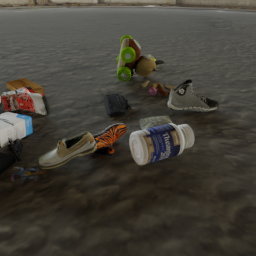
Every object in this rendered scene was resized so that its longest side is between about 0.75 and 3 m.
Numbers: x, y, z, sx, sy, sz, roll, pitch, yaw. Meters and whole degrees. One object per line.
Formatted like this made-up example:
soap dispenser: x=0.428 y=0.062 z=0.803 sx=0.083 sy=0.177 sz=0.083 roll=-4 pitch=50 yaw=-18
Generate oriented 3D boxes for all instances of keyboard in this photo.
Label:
keyboard: x=-0.511 y=-1.224 z=12.825 sx=1.118 sy=0.426 sz=2.148 roll=-5 pitch=31 yaw=-8

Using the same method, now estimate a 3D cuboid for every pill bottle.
pill bottle: x=1.126 y=0.460 z=9.103 sx=1.959 sy=1.087 sz=1.087 roll=-13 pitch=32 yaw=-22

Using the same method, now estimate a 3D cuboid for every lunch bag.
lunch bag: x=1.038 y=0.012 z=10.322 sx=1.172 sy=0.689 sz=0.961 roll=-1 pitch=29 yaw=-11

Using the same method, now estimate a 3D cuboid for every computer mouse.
computer mouse: x=-3.779 y=0.586 z=9.236 sx=0.263 sy=0.802 sz=1.142 roll=-22 pitch=32 yaw=-6

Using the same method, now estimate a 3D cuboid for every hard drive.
hard drive: x=-4.712 y=1.122 z=8.694 sx=1.925 sy=0.317 sz=1.344 roll=9 pitch=30 yaw=17

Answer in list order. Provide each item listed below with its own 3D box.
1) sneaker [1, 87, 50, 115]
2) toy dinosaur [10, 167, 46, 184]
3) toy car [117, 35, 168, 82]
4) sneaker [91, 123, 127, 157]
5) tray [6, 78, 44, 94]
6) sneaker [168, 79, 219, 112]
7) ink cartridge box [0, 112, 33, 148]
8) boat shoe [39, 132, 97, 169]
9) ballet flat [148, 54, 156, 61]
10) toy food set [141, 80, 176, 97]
sneaker: x=-4.456 y=-1.024 z=11.962 sx=1.488 sy=0.927 sz=2.776 roll=-21 pitch=32 yaw=-31
toy dinosaur: x=-3.054 y=1.414 z=8.338 sx=0.813 sy=0.470 sz=0.896 roll=-4 pitch=-12 yaw=20
toy car: x=0.864 y=-3.826 z=16.008 sx=2.833 sy=2.235 sz=2.327 roll=8 pitch=36 yaw=-8
sneaker: x=-0.591 y=0.486 z=9.638 sx=1.726 sy=0.670 sz=0.967 roll=-28 pitch=42 yaw=-23
tray: x=-5.290 y=-2.068 z=14.369 sx=1.032 sy=0.387 sz=2.092 roll=-24 pitch=36 yaw=-37
sneaker: x=2.913 y=-1.436 z=12.153 sx=2.290 sy=1.322 sz=0.859 roll=0 pitch=23 yaw=-4
ink cartridge box: x=-4.504 y=0.087 z=9.827 sx=1.192 sy=0.697 sz=2.056 roll=10 pitch=21 yaw=18
boat shoe: x=-1.967 y=0.656 z=8.846 sx=1.902 sy=0.650 sz=0.711 roll=-23 pitch=36 yaw=-7
ballet flat: x=1.445 y=-4.620 z=18.754 sx=0.557 sy=0.559 sz=1.668 roll=-10 pitch=30 yaw=-17
toy food set: x=1.715 y=-1.877 z=14.153 sx=1.982 sy=0.312 sz=1.260 roll=20 pitch=34 yaw=17
